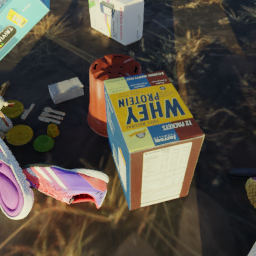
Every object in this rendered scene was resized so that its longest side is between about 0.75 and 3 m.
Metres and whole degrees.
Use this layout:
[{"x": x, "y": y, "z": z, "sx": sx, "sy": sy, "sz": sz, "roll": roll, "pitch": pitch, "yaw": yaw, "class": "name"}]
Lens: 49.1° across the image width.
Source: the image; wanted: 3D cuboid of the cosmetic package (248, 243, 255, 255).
[{"x": 2.553, "y": 2.945, "z": 5.054, "sx": 1.117, "sy": 0.881, "sz": 2.077, "roll": 33, "pitch": 54, "yaw": 25, "class": "cosmetic package"}]

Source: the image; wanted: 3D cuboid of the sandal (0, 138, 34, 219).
[{"x": -3.297, "y": 0.948, "z": 6.661, "sx": 2.968, "sy": 0.729, "sz": 1.208, "roll": 34, "pitch": 100, "yaw": 27, "class": "sandal"}]

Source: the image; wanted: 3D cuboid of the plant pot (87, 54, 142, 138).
[{"x": -0.327, "y": -0.996, "z": 8.107, "sx": 1.880, "sy": 1.828, "sz": 1.880, "roll": 0, "pitch": 47, "yaw": 0, "class": "plant pot"}]

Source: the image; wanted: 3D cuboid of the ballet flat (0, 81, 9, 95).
[{"x": -4.294, "y": -1.314, "z": 9.545, "sx": 0.300, "sy": 0.206, "sz": 0.891, "roll": -24, "pitch": 31, "yaw": 32, "class": "ballet flat"}]

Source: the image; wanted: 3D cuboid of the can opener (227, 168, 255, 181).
[{"x": 3.300, "y": 1.195, "z": 6.960, "sx": 1.580, "sy": 0.501, "sz": 0.621, "roll": 10, "pitch": 48, "yaw": 8, "class": "can opener"}]

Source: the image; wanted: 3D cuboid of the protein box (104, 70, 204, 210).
[{"x": 0.438, "y": 0.281, "z": 6.615, "sx": 1.508, "sy": 2.235, "sz": 2.219, "roll": -12, "pitch": 48, "yaw": -11, "class": "protein box"}]

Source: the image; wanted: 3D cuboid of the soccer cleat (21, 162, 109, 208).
[{"x": -1.625, "y": 1.365, "z": 6.675, "sx": 2.270, "sy": 0.774, "sz": 0.831, "roll": 5, "pitch": 57, "yaw": 5, "class": "soccer cleat"}]

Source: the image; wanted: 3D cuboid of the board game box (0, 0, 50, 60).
[{"x": -3.115, "y": -2.503, "z": 6.886, "sx": 2.851, "sy": 0.669, "sz": 2.152, "roll": -36, "pitch": 40, "yaw": 17, "class": "board game box"}]

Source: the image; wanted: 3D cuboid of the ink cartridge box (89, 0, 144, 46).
[{"x": -0.528, "y": -4.800, "z": 11.732, "sx": 1.051, "sy": 1.745, "sz": 2.402, "roll": -35, "pitch": 56, "yaw": -28, "class": "ink cartridge box"}]

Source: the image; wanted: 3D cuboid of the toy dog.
[{"x": -3.408, "y": -0.228, "z": 7.828, "sx": 0.726, "sy": 1.508, "sz": 0.995, "roll": 9, "pitch": 71, "yaw": -14, "class": "toy dog"}]

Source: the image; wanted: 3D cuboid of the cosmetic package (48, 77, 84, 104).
[{"x": -2.053, "y": -1.248, "z": 9.296, "sx": 1.035, "sy": 0.467, "sz": 0.553, "roll": -21, "pitch": 54, "yaw": -22, "class": "cosmetic package"}]

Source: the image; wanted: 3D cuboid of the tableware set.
[{"x": -3.111, "y": -0.086, "z": 8.193, "sx": 2.330, "sy": 0.358, "sz": 1.570, "roll": 14, "pitch": 49, "yaw": 5, "class": "tableware set"}]

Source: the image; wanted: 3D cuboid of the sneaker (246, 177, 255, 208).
[{"x": 3.811, "y": 1.722, "z": 6.344, "sx": 2.234, "sy": 0.837, "sz": 1.006, "roll": 34, "pitch": 46, "yaw": 21, "class": "sneaker"}]
